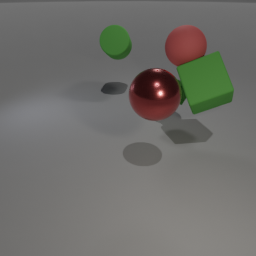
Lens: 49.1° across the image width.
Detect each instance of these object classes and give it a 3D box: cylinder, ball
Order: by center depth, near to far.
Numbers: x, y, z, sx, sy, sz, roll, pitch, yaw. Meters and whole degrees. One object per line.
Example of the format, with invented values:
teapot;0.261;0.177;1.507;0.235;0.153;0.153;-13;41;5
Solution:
ball;0.716;-0.884;7.460;1.400;1.400;1.400;0;28;0
ball;1.962;-2.767;9.541;1.400;1.400;1.400;0;28;0
cylinder;-0.561;-4.084;13.482;1.400;1.400;1.400;3;6;5

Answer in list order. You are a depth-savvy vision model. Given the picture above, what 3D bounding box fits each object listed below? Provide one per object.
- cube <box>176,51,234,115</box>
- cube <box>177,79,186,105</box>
cube;2.569;-1.436;9.325;1.400;1.400;1.400;-19;-15;14
cube;1.870;-1.432;10.838;0.700;0.700;0.700;35;3;42
